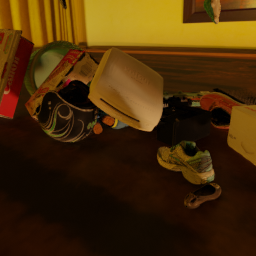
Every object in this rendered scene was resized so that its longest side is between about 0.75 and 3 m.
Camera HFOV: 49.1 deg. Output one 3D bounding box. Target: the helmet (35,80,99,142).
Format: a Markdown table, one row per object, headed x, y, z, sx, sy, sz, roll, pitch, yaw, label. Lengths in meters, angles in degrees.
| x | y | z | sx | sy | sz | roll | pitch | yaw | label |
| --- | --- | --- | --- | --- | --- | --- | --- | --- | --- |
| -1.764 | -0.412 | 8.142 | 1.733 | 1.652 | 1.733 | 22 | 37 | -18 | helmet |

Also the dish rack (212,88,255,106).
| x | y | z | sx | sy | sz | roll | pitch | yaw | label |
| --- | --- | --- | --- | --- | --- | --- | --- | --- | --- |
| 4.749 | -1.086 | 11.261 | 2.328 | 0.635 | 1.786 | -6 | 29 | -18 | dish rack |

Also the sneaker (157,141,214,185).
| x | y | z | sx | sy | sz | roll | pitch | yaw | label |
| --- | --- | --- | --- | --- | --- | --- | --- | --- | --- |
| 1.305 | 0.611 | 6.471 | 0.696 | 0.774 | 1.793 | -12 | 17 | -27 | sneaker |

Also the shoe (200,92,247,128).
| x | y | z | sx | sy | sz | roll | pitch | yaw | label |
| --- | --- | --- | --- | --- | --- | --- | --- | --- | --- |
| 3.180 | -0.668 | 9.934 | 1.140 | 0.896 | 2.507 | -5 | 24 | -29 | shoe |

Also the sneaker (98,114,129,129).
| x | y | z | sx | sy | sz | roll | pitch | yaw | label |
| --- | --- | --- | --- | --- | --- | --- | --- | --- | --- |
| -0.592 | -0.396 | 9.767 | 0.741 | 0.623 | 1.889 | 3 | 15 | -33 | sneaker |

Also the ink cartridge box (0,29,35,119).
| x | y | z | sx | sy | sz | roll | pitch | yaw | label |
| --- | --- | --- | --- | --- | --- | --- | --- | --- | --- |
| -4.681 | -1.965 | 10.214 | 2.627 | 2.992 | 1.255 | 12 | -5 | 29 | ink cartridge box |

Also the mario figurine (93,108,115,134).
| x | y | z | sx | sy | sz | roll | pitch | yaw | label |
| --- | --- | --- | --- | --- | --- | --- | --- | --- | --- |
| -1.025 | -0.584 | 9.371 | 1.132 | 0.972 | 1.834 | -9 | 45 | -22 | mario figurine |

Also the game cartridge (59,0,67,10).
| x | y | z | sx | sy | sz | roll | pitch | yaw | label |
| --- | --- | --- | --- | --- | --- | --- | --- | --- | --- |
| -2.509 | -4.981 | 10.494 | 0.183 | 0.883 | 0.588 | -20 | 67 | -11 | game cartridge |

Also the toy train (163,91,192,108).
| x | y | z | sx | sy | sz | roll | pitch | yaw | label |
| --- | --- | --- | --- | --- | --- | --- | --- | --- | --- |
| 1.257 | -0.908 | 10.687 | 2.290 | 0.976 | 1.305 | -8 | 12 | -21 | toy train |

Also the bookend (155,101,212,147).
| x | y | z | sx | sy | sz | roll | pitch | yaw | label |
| --- | --- | --- | --- | --- | --- | --- | --- | --- | --- |
| 1.373 | -0.168 | 8.713 | 1.715 | 0.795 | 1.726 | -16 | 25 | -38 | bookend |

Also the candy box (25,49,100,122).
| x | y | z | sx | sy | sz | roll | pitch | yaw | label |
| --- | --- | --- | --- | --- | --- | --- | --- | --- | --- |
| -2.310 | -1.440 | 9.717 | 0.831 | 2.723 | 1.857 | 39 | -4 | -31 | candy box |

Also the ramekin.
| x | y | z | sx | sy | sz | roll | pitch | yaw | label |
| --- | --- | --- | --- | --- | --- | --- | --- | --- | --- |
| -2.881 | -2.106 | 11.487 | 2.729 | 2.729 | 1.333 | -16 | 17 | -37 | ramekin |

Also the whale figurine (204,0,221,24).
| x | y | z | sx | sy | sz | roll | pitch | yaw | label |
| --- | --- | --- | --- | --- | --- | --- | --- | --- | --- |
| 2.763 | -3.892 | 9.225 | 0.495 | 0.955 | 0.759 | -6 | -7 | 31 | whale figurine |

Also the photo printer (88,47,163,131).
| x | y | z | sx | sy | sz | roll | pitch | yaw | label |
| --- | --- | --- | --- | --- | --- | --- | --- | --- | --- |
| 0.017 | -1.140 | 8.279 | 2.179 | 0.909 | 2.619 | 29 | 36 | -13 | photo printer |

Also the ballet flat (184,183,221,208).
| x | y | z | sx | sy | sz | roll | pitch | yaw | label |
| --- | --- | --- | --- | --- | --- | --- | --- | --- | --- |
| 1.481 | 1.267 | 5.478 | 1.080 | 0.250 | 0.364 | -12 | 21 | -38 | ballet flat |

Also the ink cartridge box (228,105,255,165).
| x | y | z | sx | sy | sz | roll | pitch | yaw | label |
| --- | --- | --- | --- | --- | --- | --- | --- | --- | --- |
| 4.386 | 0.154 | 7.241 | 2.792 | 1.199 | 2.044 | -3 | 20 | -11 | ink cartridge box |

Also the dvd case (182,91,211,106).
| x | y | z | sx | sy | sz | roll | pitch | yaw | label |
| --- | --- | --- | --- | --- | --- | --- | --- | --- | --- |
| 3.221 | -1.378 | 12.925 | 1.581 | 0.238 | 2.166 | 1 | 21 | 2 | dvd case |
